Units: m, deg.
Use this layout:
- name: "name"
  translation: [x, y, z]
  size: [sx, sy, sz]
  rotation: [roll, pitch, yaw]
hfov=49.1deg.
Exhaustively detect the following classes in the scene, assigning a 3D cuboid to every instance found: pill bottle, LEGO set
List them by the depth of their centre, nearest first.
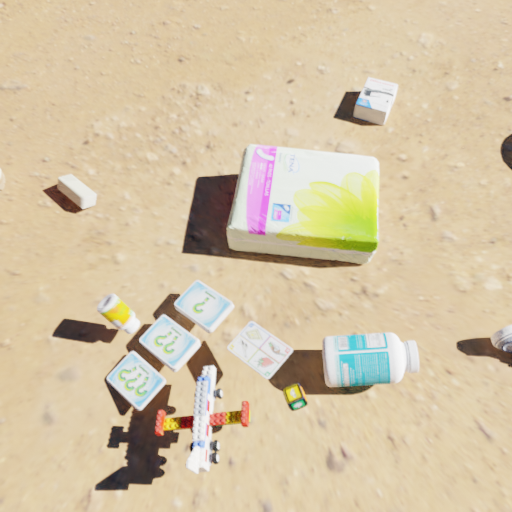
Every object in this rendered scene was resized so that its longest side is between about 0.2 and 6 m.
- name: "LEGO set"
  translation: [-0.809, 1.825, 8.915]
  size: [3.231, 0.793, 2.414]
  rotation: [31, 69, 36]
- name: "pill bottle"
  translation: [1.896, 1.733, 9.376]
  size: [1.534, 0.850, 0.850]
  rotation: [-4, 56, 8]
- name: "pill bottle"
  translation: [-2.369, 1.029, 9.718]
  size: [0.403, 0.725, 0.403]
  rotation: [-28, 32, 20]

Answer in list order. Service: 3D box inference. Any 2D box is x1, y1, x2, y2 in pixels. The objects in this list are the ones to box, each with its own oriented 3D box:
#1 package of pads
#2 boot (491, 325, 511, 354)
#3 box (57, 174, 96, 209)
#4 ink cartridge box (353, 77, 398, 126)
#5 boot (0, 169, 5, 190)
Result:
- name: "package of pads"
  translation: [1.005, -1.098, 11.321]
  size: [2.898, 0.988, 2.239]
  rotation: [7, 58, 4]
- name: "boot"
  translation: [5.127, 1.646, 9.629]
  size: [1.956, 0.712, 0.884]
  rotation: [-3, 51, -3]
- name: "box"
  translation: [-3.788, -1.362, 11.818]
  size: [0.877, 0.300, 0.360]
  rotation: [38, 40, 24]
- name: "ink cartridge box"
  translation: [2.857, -3.705, 13.386]
  size: [0.767, 0.447, 1.061]
  rotation: [19, 58, 12]
- name: "boot"
  translation: [-7.072, -1.734, 11.313]
  size: [3.275, 1.756, 1.229]
  rotation: [-17, 59, -9]
